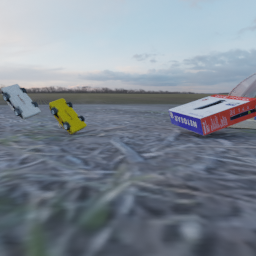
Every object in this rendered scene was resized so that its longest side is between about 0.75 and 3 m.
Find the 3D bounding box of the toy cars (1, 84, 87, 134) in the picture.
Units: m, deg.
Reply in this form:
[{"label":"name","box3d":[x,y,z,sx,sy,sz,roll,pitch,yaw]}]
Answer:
[{"label":"toy cars","box3d":[-1.975,-0.366,6.564,2.056,0.455,0.922,18,46,-13]}]

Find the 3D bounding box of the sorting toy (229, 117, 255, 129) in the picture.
[{"label":"sorting toy","box3d":[3.643,-0.531,8.774,2.503,0.871,2.488,3,7,30]}]

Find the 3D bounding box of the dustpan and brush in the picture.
[{"label":"dustpan and brush","box3d":[3.931,-1.191,10.039,1.567,2.245,0.642,11,37,-56]}]

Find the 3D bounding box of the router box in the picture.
[{"label":"router box","box3d":[1.901,-0.358,6.433,1.401,0.381,1.561,-19,15,-13]}]
